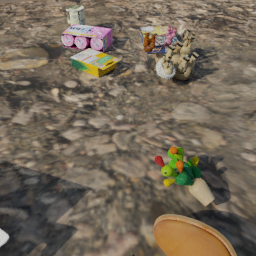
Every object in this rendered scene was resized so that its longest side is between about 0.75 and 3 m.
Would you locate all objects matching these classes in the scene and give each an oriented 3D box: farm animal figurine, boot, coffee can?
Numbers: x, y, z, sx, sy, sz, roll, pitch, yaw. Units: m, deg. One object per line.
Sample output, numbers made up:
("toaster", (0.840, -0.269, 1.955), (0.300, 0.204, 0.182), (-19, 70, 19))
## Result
("farm animal figurine", (1.747, -2.698, 10.727), (2.496, 1.301, 2.468), (-12, 53, -24))
("boot", (1.046, 2.697, 4.179), (2.696, 1.034, 2.093), (40, 39, 21))
("coffee can", (-2.526, -5.294, 13.748), (0.872, 1.191, 0.872), (0, 40, 0))

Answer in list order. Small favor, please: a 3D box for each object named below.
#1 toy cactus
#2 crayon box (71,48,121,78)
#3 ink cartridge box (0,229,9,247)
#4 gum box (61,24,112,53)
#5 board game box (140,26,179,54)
("toy cactus", (1.273, 1.095, 6.185), (0.895, 1.750, 1.444), (-43, 67, 13))
("crayon box", (-1.257, -2.563, 11.072), (1.735, 0.448, 1.091), (26, 47, 28))
("ink cartridge box", (-3.717, 1.660, 5.050), (2.991, 1.010, 1.742), (13, 40, 38))
("gum box", (-1.881, -4.095, 12.708), (2.074, 0.686, 1.177), (12, 41, 14))
("board game box", (1.430, -4.112, 12.964), (1.522, 0.389, 2.246), (-3, 40, -4))
